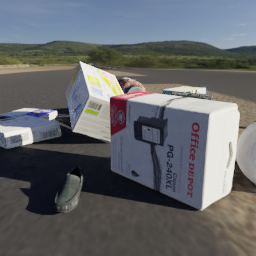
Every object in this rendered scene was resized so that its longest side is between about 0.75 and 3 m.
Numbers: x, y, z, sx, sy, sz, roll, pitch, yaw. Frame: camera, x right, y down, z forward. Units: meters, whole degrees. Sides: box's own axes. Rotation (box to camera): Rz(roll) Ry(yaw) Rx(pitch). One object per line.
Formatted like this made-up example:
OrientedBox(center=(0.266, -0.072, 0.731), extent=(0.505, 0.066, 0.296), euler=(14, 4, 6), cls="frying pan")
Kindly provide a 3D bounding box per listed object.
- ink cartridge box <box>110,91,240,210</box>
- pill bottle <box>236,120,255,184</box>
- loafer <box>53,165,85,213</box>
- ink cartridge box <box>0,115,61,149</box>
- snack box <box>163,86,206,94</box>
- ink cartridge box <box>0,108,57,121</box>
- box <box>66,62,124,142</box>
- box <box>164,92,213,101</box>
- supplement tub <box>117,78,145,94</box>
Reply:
OrientedBox(center=(0.769, 0.279, 5.493), extent=(0.984, 1.715, 2.361), euler=(-14, 20, -43), cls="ink cartridge box")
OrientedBox(center=(3.367, 0.278, 6.122), extent=(1.419, 1.419, 2.524), euler=(10, 17, 33), cls="pill bottle")
OrientedBox(center=(-1.053, 1.065, 5.035), extent=(0.436, 0.451, 1.284), euler=(1, 15, 3), cls="loafer")
OrientedBox(center=(-3.474, 0.057, 8.866), extent=(2.198, 0.550, 1.769), euler=(8, 16, 43), cls="ink cartridge box")
OrientedBox(center=(3.479, -2.186, 17.185), extent=(1.523, 0.486, 2.622), euler=(13, 20, 40), cls="snack box")
OrientedBox(center=(-3.897, -0.436, 10.899), extent=(1.638, 0.389, 1.657), euler=(6, 18, 17), cls="ink cartridge box")
OrientedBox(center=(-0.990, -0.861, 8.573), extent=(1.353, 1.219, 2.406), euler=(17, 27, -27), cls="box")
OrientedBox(center=(2.723, -1.169, 12.798), extent=(1.990, 0.785, 1.405), euler=(8, 13, 25), cls="box")
OrientedBox(center=(0.085, -1.787, 14.054), extent=(1.337, 1.337, 2.499), euler=(-4, 15, -14), cls="supplement tub")
